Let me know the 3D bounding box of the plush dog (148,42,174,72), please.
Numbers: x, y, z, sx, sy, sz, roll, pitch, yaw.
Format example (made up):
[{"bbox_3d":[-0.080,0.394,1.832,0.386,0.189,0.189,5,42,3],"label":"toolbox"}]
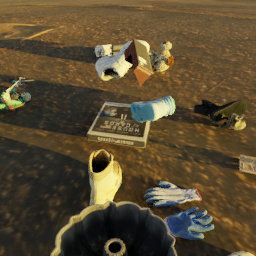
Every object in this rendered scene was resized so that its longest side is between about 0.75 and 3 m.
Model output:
[{"bbox_3d":[1.816,-3.698,15.544,1.747,1.401,1.500,-21,40,23],"label":"plush dog"}]

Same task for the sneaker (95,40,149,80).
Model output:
[{"bbox_3d":[-0.176,-2.765,12.090,2.580,1.005,1.282,-27,46,16],"label":"sneaker"}]

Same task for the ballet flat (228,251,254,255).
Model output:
[{"bbox_3d":[1.871,2.818,5.192,1.990,0.691,0.691,-23,39,-33],"label":"ballet flat"}]

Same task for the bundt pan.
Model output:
[{"bbox_3d":[-0.252,2.552,5.413,2.331,0.875,2.331,0,32,0],"label":"bundt pan"}]

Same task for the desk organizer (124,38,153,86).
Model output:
[{"bbox_3d":[0.317,-2.268,9.584,0.608,0.653,1.695,25,38,-28],"label":"desk organizer"}]

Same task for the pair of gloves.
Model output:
[{"bbox_3d":[1.210,1.976,6.987,1.495,0.212,1.859,-3,32,-5],"label":"pair of gloves"}]

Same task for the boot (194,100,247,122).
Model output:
[{"bbox_3d":[3.545,-0.818,10.869,1.617,0.617,1.358,-19,26,-13],"label":"boot"}]

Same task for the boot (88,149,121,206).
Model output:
[{"bbox_3d":[-0.582,1.084,7.278,0.659,1.408,1.811,8,32,12],"label":"boot"}]

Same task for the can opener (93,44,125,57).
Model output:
[{"bbox_3d":[-0.863,-5.029,17.888,2.710,0.713,0.901,-9,32,-15],"label":"can opener"}]

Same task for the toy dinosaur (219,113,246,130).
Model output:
[{"bbox_3d":[3.874,-0.147,10.149,0.863,0.650,1.688,24,7,37],"label":"toy dinosaur"}]

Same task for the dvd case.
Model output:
[{"bbox_3d":[-0.195,-0.216,10.297,1.990,0.327,2.648,7,29,6],"label":"dvd case"}]

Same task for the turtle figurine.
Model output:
[{"bbox_3d":[-4.826,-1.223,11.340,2.233,1.124,1.672,-20,22,-5],"label":"turtle figurine"}]

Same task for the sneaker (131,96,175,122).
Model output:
[{"bbox_3d":[0.910,-0.663,9.579,1.189,0.724,1.821,-19,15,-23],"label":"sneaker"}]

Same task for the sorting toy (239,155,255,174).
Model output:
[{"bbox_3d":[3.790,1.149,8.397,0.863,0.170,0.932,11,29,17],"label":"sorting toy"}]
